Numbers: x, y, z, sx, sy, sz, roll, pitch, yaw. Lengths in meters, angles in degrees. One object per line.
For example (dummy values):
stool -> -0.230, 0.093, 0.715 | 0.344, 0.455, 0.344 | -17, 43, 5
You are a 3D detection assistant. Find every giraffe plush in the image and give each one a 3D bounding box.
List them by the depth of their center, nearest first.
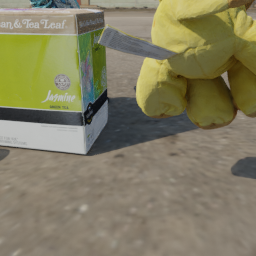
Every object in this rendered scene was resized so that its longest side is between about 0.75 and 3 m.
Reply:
giraffe plush -> 0.942, -1.467, 3.585 | 2.670, 2.165, 2.303 | 22, -30, -35

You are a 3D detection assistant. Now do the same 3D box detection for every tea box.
tea box -> -2.140, -1.209, 6.529 | 2.958, 2.910, 1.976 | 5, 26, 10

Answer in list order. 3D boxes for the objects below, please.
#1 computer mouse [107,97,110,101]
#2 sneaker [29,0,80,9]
computer mouse -> -1.870, -1.081, 8.945 | 2.256, 0.595, 1.562 | -17, 31, -31
sneaker -> -2.130, -3.436, 7.677 | 1.068, 1.188, 2.752 | -11, -15, 22
